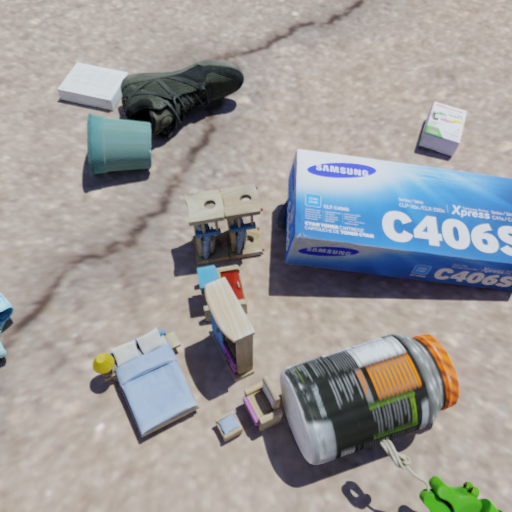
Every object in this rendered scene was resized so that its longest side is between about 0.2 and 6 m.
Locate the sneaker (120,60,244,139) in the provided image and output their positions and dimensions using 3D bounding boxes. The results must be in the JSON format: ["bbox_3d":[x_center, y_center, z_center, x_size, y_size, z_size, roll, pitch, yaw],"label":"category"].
[{"bbox_3d":[-1.560,-3.352,12.198,2.748,1.051,1.574,-9,58,-3],"label":"sneaker"}]

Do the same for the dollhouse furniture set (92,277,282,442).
[{"bbox_3d":[-1.116,1.820,8.383,2.325,1.517,2.195,-23,59,-14],"label":"dollhouse furniture set"}]

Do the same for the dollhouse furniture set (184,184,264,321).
[{"bbox_3d":[-0.428,-0.073,9.769,1.288,1.296,1.838,-10,55,-5],"label":"dollhouse furniture set"}]

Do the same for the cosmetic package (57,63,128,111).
[{"bbox_3d":[-3.743,-3.931,12.973,1.337,0.346,1.008,14,55,9],"label":"cosmetic package"}]

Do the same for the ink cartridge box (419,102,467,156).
[{"bbox_3d":[4.023,-2.743,12.044,0.753,0.437,1.040,20,58,7],"label":"ink cartridge box"}]

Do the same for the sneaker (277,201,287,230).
[{"bbox_3d":[1.056,-1.021,10.862,0.661,0.566,1.612,30,62,25],"label":"sneaker"}]

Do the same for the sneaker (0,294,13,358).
[{"bbox_3d":[-4.626,0.802,9.551,0.946,0.853,2.308,-9,66,-12],"label":"sneaker"}]

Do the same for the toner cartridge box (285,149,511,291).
[{"bbox_3d":[2.684,-0.646,10.081,4.204,0.908,1.997,6,56,-5],"label":"toner cartridge box"}]

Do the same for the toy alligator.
[{"bbox_3d":[2.783,3.387,7.273,0.786,0.859,2.897,-36,87,-3],"label":"toy alligator"}]

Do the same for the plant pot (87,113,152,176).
[{"bbox_3d":[-2.752,-2.254,11.406,1.222,1.248,1.248,-1,56,-11],"label":"plant pot"}]

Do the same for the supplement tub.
[{"bbox_3d":[1.650,2.030,8.284,2.362,1.447,1.447,-15,57,-10],"label":"supplement tub"}]
